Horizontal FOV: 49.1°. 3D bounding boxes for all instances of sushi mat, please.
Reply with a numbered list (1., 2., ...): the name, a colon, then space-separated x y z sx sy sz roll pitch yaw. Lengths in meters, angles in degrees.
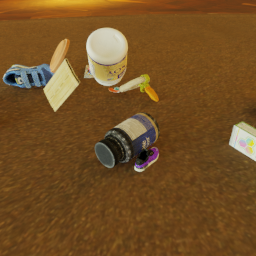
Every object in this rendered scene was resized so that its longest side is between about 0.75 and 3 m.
1. sushi mat: -1.917 -1.168 7.928 0.103 1.702 0.814 -24 83 -43

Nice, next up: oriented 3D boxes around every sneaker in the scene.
1. sneaker: 0.677 0.912 9.470 0.431 0.617 1.241 21 41 28
2. sneaker: -4.865 -2.532 14.046 2.962 1.095 1.218 2 31 18

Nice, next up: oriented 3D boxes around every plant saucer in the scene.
1. plant saucer: -2.868 -3.005 11.586 0.243 1.507 1.507 23 25 -28

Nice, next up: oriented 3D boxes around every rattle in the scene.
1. rattle: 0.259 -1.644 13.448 2.001 1.429 1.303 -24 16 7

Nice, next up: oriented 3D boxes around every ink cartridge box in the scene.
1. ink cartridge box: 4.416 0.569 9.743 0.498 0.872 1.679 -21 40 -27

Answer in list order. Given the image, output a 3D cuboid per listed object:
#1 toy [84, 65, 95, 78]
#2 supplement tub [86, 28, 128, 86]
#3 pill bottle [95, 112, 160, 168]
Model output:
1. toy: -1.962 -3.324 15.760 0.920 0.377 1.598 -2 35 -1
2. supplement tub: -0.672 -2.284 9.295 1.279 1.760 1.279 1 71 -2
3. pill bottle: -0.017 0.412 9.646 1.240 1.240 2.217 28 44 34
